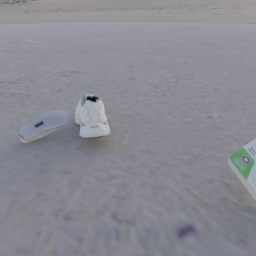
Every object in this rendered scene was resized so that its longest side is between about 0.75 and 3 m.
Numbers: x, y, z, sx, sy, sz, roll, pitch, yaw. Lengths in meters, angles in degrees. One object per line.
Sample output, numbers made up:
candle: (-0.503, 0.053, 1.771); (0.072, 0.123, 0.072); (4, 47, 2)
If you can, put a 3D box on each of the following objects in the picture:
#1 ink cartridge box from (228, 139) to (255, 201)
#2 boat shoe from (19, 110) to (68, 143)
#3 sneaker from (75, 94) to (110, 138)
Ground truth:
ink cartridge box: (2.561, 0.569, 4.765); (1.342, 0.587, 0.975); (-32, 62, 4)
boat shoe: (-2.159, -0.013, 7.244); (0.484, 0.442, 1.346); (46, 54, 12)
sneaker: (-0.992, -0.477, 7.587); (0.901, 0.972, 2.399); (-9, 16, -14)
